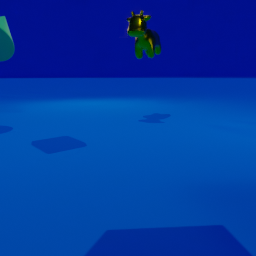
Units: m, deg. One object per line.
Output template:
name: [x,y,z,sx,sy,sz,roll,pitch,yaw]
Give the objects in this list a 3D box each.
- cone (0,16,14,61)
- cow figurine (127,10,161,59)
cone: [-3.745,-2.843,8.027,1.301,1.301,1.306,1,52,3]
cow figurine: [0.590,-3.237,9.705,0.894,1.603,1.629,5,25,28]
